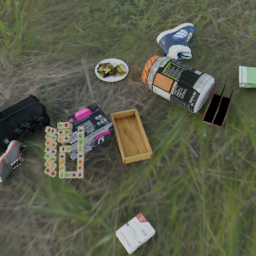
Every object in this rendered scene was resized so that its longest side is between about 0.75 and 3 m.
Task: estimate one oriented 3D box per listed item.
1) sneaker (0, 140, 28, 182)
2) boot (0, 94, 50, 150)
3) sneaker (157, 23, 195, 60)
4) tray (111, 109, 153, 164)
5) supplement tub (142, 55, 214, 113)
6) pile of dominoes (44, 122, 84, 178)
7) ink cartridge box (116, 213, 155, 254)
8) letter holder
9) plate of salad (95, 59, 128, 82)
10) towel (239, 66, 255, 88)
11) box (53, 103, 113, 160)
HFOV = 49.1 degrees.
[{"bbox_3d":[-4.027,1.143,9.834,0.667,0.628,1.629,12,56,1],"label":"sneaker"},{"bbox_3d":[-4.605,-0.568,10.774,2.385,1.077,2.910,-34,62,-24],"label":"boot"},{"bbox_3d":[2.662,-3.987,13.408,2.311,0.931,1.692,-25,71,-26],"label":"sneaker"},{"bbox_3d":[0.094,0.270,10.566,1.054,0.396,2.138,-12,54,-8],"label":"tray"},{"bbox_3d":[1.965,-1.856,11.329,2.599,1.592,1.592,32,61,21],"label":"supplement tub"},{"bbox_3d":[-2.154,0.736,9.190,1.426,0.291,1.829,-4,77,13],"label":"pile of dominoes"},{"bbox_3d":[0.221,3.185,8.476,0.971,0.402,0.712,-31,60,-20],"label":"ink cartridge box"},{"bbox_3d":[3.615,-1.054,11.033,0.830,1.173,1.650,20,56,14],"label":"letter holder"},{"bbox_3d":[-0.740,-2.690,12.701,1.511,0.363,1.511,0,55,0],"label":"plate of salad"},{"bbox_3d":[5.934,-2.206,12.112,2.138,0.250,1.631,6,41,15],"label":"towel"},{"bbox_3d":[-1.592,0.131,10.277,1.799,1.032,1.189,-31,62,-18],"label":"box"}]
